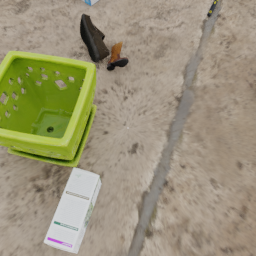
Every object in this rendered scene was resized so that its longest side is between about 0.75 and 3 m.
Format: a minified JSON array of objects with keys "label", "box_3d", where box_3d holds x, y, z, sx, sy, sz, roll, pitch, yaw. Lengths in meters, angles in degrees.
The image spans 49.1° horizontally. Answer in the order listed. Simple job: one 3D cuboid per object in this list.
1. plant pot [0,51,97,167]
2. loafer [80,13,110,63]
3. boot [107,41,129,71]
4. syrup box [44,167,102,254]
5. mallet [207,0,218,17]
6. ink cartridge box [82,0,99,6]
[{"label":"plant pot","box_3d":[-2.140,-0.318,7.388,2.391,2.169,2.379,11,63,6]},{"label":"loafer","box_3d":[-1.146,-3.083,9.608,0.682,0.698,1.912,-14,73,-23]},{"label":"boot","box_3d":[-0.265,-2.427,9.253,0.337,0.927,0.985,29,61,-32]},{"label":"syrup box","box_3d":[-1.310,2.037,6.953,0.763,0.738,1.873,15,64,8]},{"label":"mallet","box_3d":[3.382,-5.036,10.935,0.584,0.365,1.772,31,70,15]},{"label":"ink cartridge box","box_3d":[-1.915,-5.624,10.838,1.719,0.995,0.573,36,69,18]}]
